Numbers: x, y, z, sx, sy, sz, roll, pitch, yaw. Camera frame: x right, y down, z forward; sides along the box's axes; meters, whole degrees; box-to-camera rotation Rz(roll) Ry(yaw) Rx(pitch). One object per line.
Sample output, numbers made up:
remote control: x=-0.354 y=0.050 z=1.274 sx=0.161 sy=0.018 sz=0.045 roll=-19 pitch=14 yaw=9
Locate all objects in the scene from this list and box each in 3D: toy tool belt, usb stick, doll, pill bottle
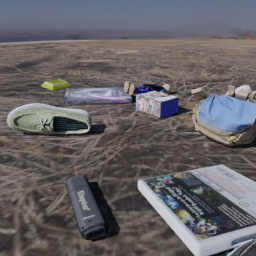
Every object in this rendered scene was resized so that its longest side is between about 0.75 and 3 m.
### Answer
toy tool belt: x=3.148 y=-0.369 z=8.033 sx=2.649 sy=1.628 sz=1.654 roll=15 pitch=57 yaw=35
usb stick: x=-0.850 y=1.469 z=5.473 sx=0.505 sy=0.297 sz=1.821 roll=-7 pitch=23 yaw=-19
doll: x=1.079 y=-1.805 z=13.216 sx=2.374 sy=0.575 sz=1.620 roll=-4 pitch=24 yaw=-31
pill bottle: x=4.084 y=-0.767 z=9.431 sx=0.762 sy=0.762 sz=1.273 roll=-7 pitch=65 yaw=-18

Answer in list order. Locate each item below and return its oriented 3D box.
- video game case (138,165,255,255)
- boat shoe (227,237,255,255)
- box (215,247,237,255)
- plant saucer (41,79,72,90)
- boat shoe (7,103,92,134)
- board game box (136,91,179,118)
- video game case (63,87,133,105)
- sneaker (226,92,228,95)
video game case: x=1.622 y=1.371 z=5.340 sx=2.194 sy=0.282 sz=2.413 roll=-7 pitch=15 yaw=-18
boat shoe: x=2.254 y=1.527 z=3.646 sx=2.770 sy=0.918 sz=0.968 roll=-8 pitch=23 yaw=-24
box: x=1.611 y=2.208 z=3.577 sx=1.348 sy=0.335 sz=1.338 roll=19 pitch=29 yaw=38
plant saucer: x=-3.859 y=-2.374 z=15.114 sx=1.222 sy=0.293 sz=1.220 roll=-19 pitch=28 yaw=-40
boat shoe: x=-2.456 y=-0.251 z=8.898 sx=2.660 sy=0.957 sz=0.825 roll=-1 pitch=18 yaw=-10
board game box: x=1.150 y=-0.961 z=11.078 sx=1.069 sy=0.649 sz=1.341 roll=-18 pitch=28 yaw=-37
video game case: x=-1.402 y=-1.506 z=12.986 sx=2.969 sy=0.282 sz=2.121 roll=-2 pitch=22 yaw=-7
sneaker: x=4.928 y=-1.498 z=12.791 sx=0.969 sy=0.357 sz=0.572 roll=-13 pitch=19 yaw=-36
